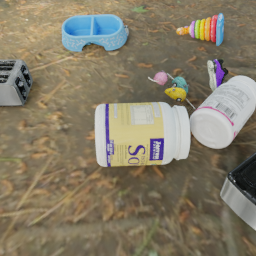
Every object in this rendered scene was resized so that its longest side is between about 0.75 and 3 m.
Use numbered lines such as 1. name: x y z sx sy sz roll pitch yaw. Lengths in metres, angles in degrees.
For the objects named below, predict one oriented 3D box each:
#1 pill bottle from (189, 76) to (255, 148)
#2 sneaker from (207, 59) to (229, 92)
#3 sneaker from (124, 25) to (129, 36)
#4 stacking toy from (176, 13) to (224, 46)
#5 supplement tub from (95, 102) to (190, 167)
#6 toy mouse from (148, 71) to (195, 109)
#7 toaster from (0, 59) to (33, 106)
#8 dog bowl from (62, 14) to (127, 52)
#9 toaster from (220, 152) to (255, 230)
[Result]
1. pill bottle: 2.891 -0.540 8.174 1.282 1.282 2.262 31 53 26
2. sneaker: 3.019 -1.683 9.203 0.612 1.231 0.428 -17 27 0
3. sneaker: -0.621 -4.228 12.240 1.337 0.473 0.488 -15 48 -14
4. stacking toy: 3.056 -4.228 12.033 1.981 1.087 1.150 6 48 22
5. supplement tub: 0.327 0.155 7.270 2.257 1.641 1.641 -2 46 -2
6. toy mouse: 1.432 -1.491 9.023 1.745 0.338 1.551 23 36 -15
7. toaster: -4.147 -1.480 9.284 1.647 0.977 1.489 0 45 0
8. dog bowl: -1.428 -3.993 11.591 2.758 0.684 1.537 -1 61 1
9. toaster: 3.132 1.481 6.472 1.635 0.970 1.479 -29 53 -25
